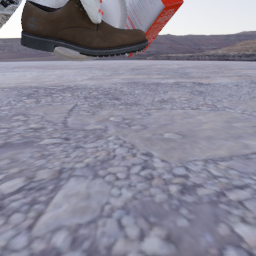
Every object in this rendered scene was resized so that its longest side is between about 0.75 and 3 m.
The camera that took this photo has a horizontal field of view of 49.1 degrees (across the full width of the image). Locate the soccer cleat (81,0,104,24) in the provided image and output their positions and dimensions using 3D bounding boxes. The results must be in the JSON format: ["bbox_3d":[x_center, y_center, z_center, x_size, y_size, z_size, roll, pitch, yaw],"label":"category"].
[{"bbox_3d":[-0.855,-2.612,5.162,0.552,1.424,0.494,-15,11,9],"label":"soccer cleat"}]

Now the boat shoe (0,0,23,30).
[{"bbox_3d":[-2.694,-2.694,5.749,0.957,2.912,1.048,23,-9,29],"label":"boat shoe"}]

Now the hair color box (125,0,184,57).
[{"bbox_3d":[0.495,-3.744,9.307,0.865,1.433,2.824,-26,-5,-28],"label":"hair color box"}]

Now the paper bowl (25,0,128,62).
[{"bbox_3d":[-1.475,-3.311,8.250,2.955,2.955,1.537,-3,44,-12],"label":"paper bowl"}]

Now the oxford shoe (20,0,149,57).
[{"bbox_3d":[-0.843,-2.075,5.668,2.651,1.119,0.963,5,27,-7],"label":"oxford shoe"}]
